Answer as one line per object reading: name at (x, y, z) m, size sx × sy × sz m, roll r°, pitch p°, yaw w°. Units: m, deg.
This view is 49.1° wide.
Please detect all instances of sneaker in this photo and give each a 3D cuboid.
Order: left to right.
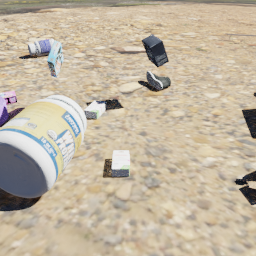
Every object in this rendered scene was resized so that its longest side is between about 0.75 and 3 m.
sneaker at (1.453, -2.261, 13.154) m, size 0.751 × 0.536 × 1.515 m, roll -13°, pitch 39°, yaw -24°

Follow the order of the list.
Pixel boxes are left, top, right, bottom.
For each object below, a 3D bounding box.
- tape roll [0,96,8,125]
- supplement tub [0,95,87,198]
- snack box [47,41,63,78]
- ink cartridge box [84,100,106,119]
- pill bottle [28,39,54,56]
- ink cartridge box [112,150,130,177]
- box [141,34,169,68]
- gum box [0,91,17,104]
tape roll at (-5.453, -0.561, 10.215) m, size 1.944 × 0.638 × 1.944 m, roll 0°, pitch 32°, yaw 0°
supplement tub at (-2.324, 0.359, 7.511) m, size 1.876 × 1.876 × 2.593 m, roll 8°, pitch 33°, yaw 12°
snack box at (-2.507, -2.352, 9.733) m, size 0.248 × 0.777 × 1.338 m, roll 17°, pitch -13°, yaw -6°
ink cartridge box at (-1.230, -0.718, 10.777) m, size 0.546 × 0.314 × 0.932 m, roll 11°, pitch 33°, yaw 17°
pill bottle at (-5.210, -4.850, 16.973) m, size 1.521 × 0.911 × 0.911 m, roll -19°, pitch 36°, yaw -27°
ink cartridge box at (-0.200, 0.997, 7.990) m, size 0.507 × 0.291 × 0.865 m, roll 0°, pitch 31°, yaw 0°
box at (1.023, -2.906, 10.535) m, size 0.534 × 0.910 × 0.895 m, roll -29°, pitch 39°, yaw -2°
gum box at (-5.134, -1.206, 11.569) m, size 0.972 × 0.322 × 0.552 m, roll -15°, pitch 34°, yaw -23°
